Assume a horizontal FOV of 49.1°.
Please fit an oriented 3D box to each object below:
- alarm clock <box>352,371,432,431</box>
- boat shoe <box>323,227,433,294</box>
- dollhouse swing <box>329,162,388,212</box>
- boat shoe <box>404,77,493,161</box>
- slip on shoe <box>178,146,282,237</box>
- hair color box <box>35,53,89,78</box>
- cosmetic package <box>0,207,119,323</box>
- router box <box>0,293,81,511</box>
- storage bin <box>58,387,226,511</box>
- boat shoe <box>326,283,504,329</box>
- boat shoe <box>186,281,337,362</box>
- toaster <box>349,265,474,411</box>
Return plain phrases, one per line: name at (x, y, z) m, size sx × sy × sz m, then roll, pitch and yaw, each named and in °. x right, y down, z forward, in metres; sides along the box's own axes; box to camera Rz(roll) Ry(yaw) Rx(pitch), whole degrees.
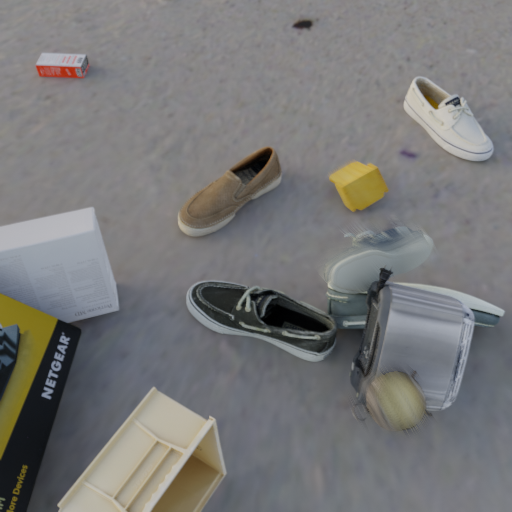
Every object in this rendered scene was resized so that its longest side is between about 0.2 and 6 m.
alarm clock at (1.575, 1.767, 6.707) m, size 1.000 × 0.333 × 0.675 m, roll -8°, pitch 70°, yaw -23°
boat shoe at (1.687, -0.020, 8.065) m, size 1.915 × 0.717 × 0.592 m, roll -21°, pitch 39°, yaw -25°
dollhouse swing at (1.827, -1.275, 10.225) m, size 0.770 × 0.699 × 0.677 m, roll -31°, pitch 15°, yaw -8°
boat shoe at (3.847, -2.794, 11.133) m, size 0.803 × 0.791 × 2.264 m, roll -23°, pitch 56°, yaw -17°
slip on shoe at (-0.452, -1.191, 9.972) m, size 2.268 × 0.687 × 0.862 m, roll -32°, pitch 59°, yaw -22°
hair color box at (-4.337, -4.272, 12.565) m, size 1.024 × 0.313 × 0.520 m, roll 3°, pitch 52°, yaw 4°
cosmetic package at (-3.953, 0.446, 8.157) m, size 3.553 × 1.466 × 0.900 m, roll -13°, pitch 31°, yaw -11°
router box at (-3.800, 1.895, 6.574) m, size 2.604 × 0.865 × 3.312 m, roll 32°, pitch 46°, yaw -31°
storage bin at (-1.226, 2.705, 6.313) m, size 0.837 × 1.786 × 1.773 m, roll 26°, pitch 57°, yaw 20°
boat shoe at (2.358, 0.864, 8.505) m, size 2.671 × 0.972 × 0.825 m, roll 8°, pitch 97°, yaw -2°
boat shoe at (0.065, 0.795, 8.404) m, size 2.408 × 0.767 × 0.851 m, roll 17°, pitch 54°, yaw 12°
toaster at (2.075, 1.155, 7.552) m, size 1.269 × 1.117 × 1.965 m, roll 10°, pitch 98°, yaw 0°
